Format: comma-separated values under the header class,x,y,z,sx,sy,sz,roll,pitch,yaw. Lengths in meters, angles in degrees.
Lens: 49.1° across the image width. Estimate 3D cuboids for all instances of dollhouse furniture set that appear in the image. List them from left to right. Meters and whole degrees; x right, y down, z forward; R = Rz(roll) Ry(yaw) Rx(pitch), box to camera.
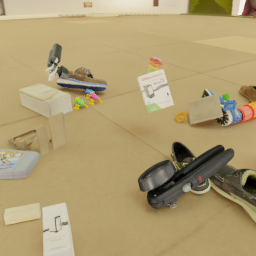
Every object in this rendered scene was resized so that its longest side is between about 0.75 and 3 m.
class,x,y,z,sx,sy,sz,roll,pitch,yaw
dollhouse furniture set,-3.062,0.036,9.249,1.456,1.186,1.384,23,36,36

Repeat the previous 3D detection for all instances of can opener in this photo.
class,x,y,z,sx,sy,sz,roll,pitch,yaw
can opener,-2.405,-2.182,9.488,0.694,0.550,2.088,25,30,-31
can opener,1.572,1.155,7.022,2.669,1.049,0.846,-23,29,-13

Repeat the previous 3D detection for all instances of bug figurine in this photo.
class,x,y,z,sx,sy,sz,roll,pitch,yaw
bug figurine,-2.047,-1.371,12.615,1.856,0.477,1.439,-22,36,-36

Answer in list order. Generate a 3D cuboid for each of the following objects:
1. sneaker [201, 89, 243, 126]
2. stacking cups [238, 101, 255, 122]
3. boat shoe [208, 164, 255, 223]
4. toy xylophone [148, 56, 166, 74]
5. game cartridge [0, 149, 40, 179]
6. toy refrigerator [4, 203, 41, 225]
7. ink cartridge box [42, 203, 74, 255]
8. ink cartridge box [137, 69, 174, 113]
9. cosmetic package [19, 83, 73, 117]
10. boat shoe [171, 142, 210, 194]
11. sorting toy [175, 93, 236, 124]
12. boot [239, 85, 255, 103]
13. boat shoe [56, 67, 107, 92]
class,x,y,z,sx,sy,sz,roll,pitch,yaw
sneaker,3.755,-0.837,11.384,1.032,0.909,2.315,-2,35,-19
stacking cups,5.419,-0.793,11.428,2.659,0.804,0.804,-20,34,-23
boat shoe,2.962,1.433,6.943,0.988,0.909,2.766,-12,31,-21
toy xylophone,1.227,-2.610,12.161,0.736,1.005,0.253,23,36,16
game cartridge,-3.626,1.053,8.311,1.684,0.350,1.121,4,24,7
toy refrigerator,-2.462,2.015,6.565,0.770,0.269,0.292,-7,22,-15
ink cartridge box,-1.358,2.227,5.507,0.507,0.879,1.204,-10,29,-13
ink cartridge box,0.885,-1.209,9.143,0.879,1.208,0.507,-18,8,3
cosmetic package,-3.516,-1.183,11.938,2.186,0.799,1.132,21,34,35
boat shoe,1.666,1.056,7.860,0.685,0.578,1.921,-22,30,-4
sorting toy,2.975,-0.685,10.855,2.342,0.319,1.319,-14,44,21
boot,5.768,-1.734,13.067,0.690,0.707,1.874,-2,27,1
boat shoe,-2.235,-2.440,13.694,2.736,0.990,0.988,10,-8,17
